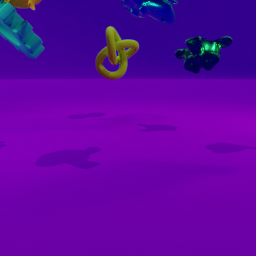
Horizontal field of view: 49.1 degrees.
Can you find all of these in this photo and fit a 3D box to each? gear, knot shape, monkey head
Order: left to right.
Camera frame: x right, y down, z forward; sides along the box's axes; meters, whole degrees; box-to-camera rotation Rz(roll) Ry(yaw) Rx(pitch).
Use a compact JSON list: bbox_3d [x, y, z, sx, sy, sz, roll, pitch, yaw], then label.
[{"bbox_3d":[-2.319,-1.998,5.404,1.530,0.283,1.530,37,-11,9],"label":"gear"},{"bbox_3d":[-0.321,-2.738,10.214,0.834,1.804,1.688,29,35,34],"label":"knot shape"},{"bbox_3d":[0.452,-2.232,4.352,1.233,1.032,1.713,41,0,26],"label":"monkey head"},{"bbox_3d":[1.978,-2.161,7.711,1.639,1.179,0.988,-9,46,29],"label":"monkey head"}]

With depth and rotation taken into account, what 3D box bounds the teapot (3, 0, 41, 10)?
[{"bbox_3d":[-2.075,-2.656,5.019,1.715,1.066,0.840,40,45,9],"label":"teapot"}]
